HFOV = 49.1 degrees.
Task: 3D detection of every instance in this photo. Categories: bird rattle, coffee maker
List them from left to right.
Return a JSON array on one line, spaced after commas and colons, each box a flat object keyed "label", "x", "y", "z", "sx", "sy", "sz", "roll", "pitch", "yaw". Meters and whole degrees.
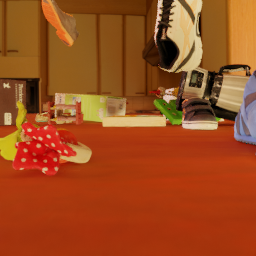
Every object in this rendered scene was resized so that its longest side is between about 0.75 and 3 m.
[{"label": "bird rattle", "x": -0.683, "y": 0.105, "z": 2.505, "sx": 1.008, "sy": 0.568, "sz": 0.822, "roll": 8, "pitch": -8, "yaw": 45}, {"label": "coffee maker", "x": 2.950, "y": -0.996, "z": 9.577, "sx": 2.526, "sy": 1.701, "sz": 2.426, "roll": 13, "pitch": -36, "yaw": 10}]

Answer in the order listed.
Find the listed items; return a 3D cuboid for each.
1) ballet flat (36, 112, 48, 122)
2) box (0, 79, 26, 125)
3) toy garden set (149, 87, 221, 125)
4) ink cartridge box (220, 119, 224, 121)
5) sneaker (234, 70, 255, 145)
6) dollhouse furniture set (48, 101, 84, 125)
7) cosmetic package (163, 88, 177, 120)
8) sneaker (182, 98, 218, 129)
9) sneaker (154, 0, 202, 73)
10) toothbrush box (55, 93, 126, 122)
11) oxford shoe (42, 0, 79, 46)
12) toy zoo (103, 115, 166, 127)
[{"label": "ballet flat", "x": -3.417, "y": -0.477, "z": 12.288, "sx": 1.248, "sy": 0.407, "sz": 0.440, "roll": 0, "pitch": 4, "yaw": -10}, {"label": "box", "x": -4.621, "y": -0.862, "z": 9.380, "sx": 1.519, "sy": 1.534, "sz": 1.849, "roll": 3, "pitch": 5, "yaw": 44}, {"label": "toy garden set", "x": 1.991, "y": -0.867, "z": 10.979, "sx": 2.717, "sy": 0.542, "sz": 2.265, "roll": -4, "pitch": 42, "yaw": -37}, {"label": "ink cartridge box", "x": 3.933, "y": -0.638, "z": 13.221, "sx": 1.116, "sy": 0.608, "sz": 0.281, "roll": 0, "pitch": 4, "yaw": 5}, {"label": "sneaker", "x": 1.968, "y": -0.287, "z": 3.689, "sx": 0.957, "sy": 1.139, "sz": 2.904, "roll": -1, "pitch": 2, "yaw": 16}, {"label": "dollhouse furniture set", "x": -2.191, "y": -0.571, "z": 10.476, "sx": 1.077, "sy": 0.814, "sz": 2.002, "roll": 0, "pitch": 4, "yaw": 1}, {"label": "cosmetic package", "x": 2.535, "y": -1.132, "z": 13.694, "sx": 1.270, "sy": 1.527, "sz": 1.278, "roll": -1, "pitch": 4, "yaw": -15}, {"label": "sneaker", "x": 1.933, "y": -0.424, "z": 7.887, "sx": 0.871, "sy": 0.882, "sz": 2.221, "roll": 2, "pitch": 5, "yaw": 2}, {"label": "sneaker", "x": 1.202, "y": -2.801, "z": 7.048, "sx": 1.166, "sy": 2.915, "sz": 1.075, "roll": -25, "pitch": 22, "yaw": -38}, {"label": "toothbrush box", "x": -1.605, "y": -0.885, "z": 12.179, "sx": 2.537, "sy": 1.092, "sz": 1.847, "roll": 5, "pitch": 4, "yaw": 25}, {"label": "oxford shoe", "x": -2.440, "y": -4.023, "z": 10.304, "sx": 0.752, "sy": 0.768, "sz": 2.108, "roll": 33, "pitch": -15, "yaw": 24}, {"label": "toy zoo", "x": 0.307, "y": -0.285, "z": 9.975, "sx": 1.960, "sy": 0.306, "sz": 2.987, "roll": 0, "pitch": 4, "yaw": 4}]
